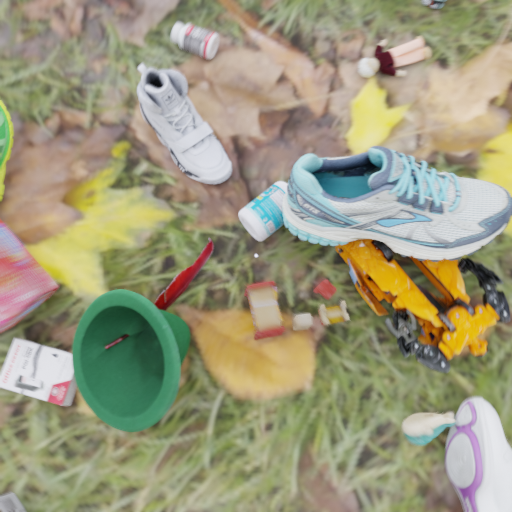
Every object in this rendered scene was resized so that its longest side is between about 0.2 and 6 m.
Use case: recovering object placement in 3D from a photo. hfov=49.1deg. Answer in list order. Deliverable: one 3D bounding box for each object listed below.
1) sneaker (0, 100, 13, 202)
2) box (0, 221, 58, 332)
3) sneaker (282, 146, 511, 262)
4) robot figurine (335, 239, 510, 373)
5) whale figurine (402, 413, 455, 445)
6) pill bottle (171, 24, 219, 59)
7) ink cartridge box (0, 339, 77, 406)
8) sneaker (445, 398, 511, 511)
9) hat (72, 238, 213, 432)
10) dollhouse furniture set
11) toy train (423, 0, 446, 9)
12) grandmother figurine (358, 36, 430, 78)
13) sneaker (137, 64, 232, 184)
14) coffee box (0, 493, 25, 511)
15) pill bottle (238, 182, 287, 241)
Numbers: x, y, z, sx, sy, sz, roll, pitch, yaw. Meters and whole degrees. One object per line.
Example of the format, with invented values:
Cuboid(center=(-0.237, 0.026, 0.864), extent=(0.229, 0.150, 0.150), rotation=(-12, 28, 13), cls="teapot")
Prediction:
Cuboid(center=(-4.514, -1.660, 9.027), extent=(0.785, 0.886, 2.119), rotation=(12, 101, 19), cls="sneaker")
Cuboid(center=(-4.224, 0.047, 8.446), extent=(1.049, 1.095, 2.197), rotation=(-40, 94, 1), cls="box")
Cuboid(center=(2.045, -0.823, 8.055), extent=(3.363, 1.451, 1.305), rotation=(1, 57, 4), cls="sneaker")
Cuboid(center=(2.625, 0.475, 8.859), extent=(1.969, 0.790, 2.716), rotation=(-35, 77, -9), cls="robot figurine")
Cuboid(center=(2.603, 2.581, 8.381), extent=(0.780, 0.621, 0.405), rotation=(-18, 92, 15), cls="whale figurine")
Cuboid(center=(-1.125, -3.950, 10.250), extent=(0.806, 0.446, 0.446), rotation=(23, 76, 6), cls="pill bottle")
Cuboid(center=(-3.310, 1.801, 8.667), extent=(1.069, 0.443, 0.784), rotation=(15, 76, 3), cls="ink cartridge box")
Cuboid(center=(3.591, 3.400, 8.093), extent=(1.347, 1.012, 2.703), rotation=(-6, 78, -16), cls="sneaker")
Cuboid(center=(-1.334, 1.305, 8.728), extent=(1.976, 2.100, 2.386), rotation=(47, 114, 18), cls="hat")
Cuboid(center=(0.620, 0.794, 8.882), extent=(1.497, 0.609, 0.805), rotation=(-9, 74, -6), cls="dollhouse furniture set")
Cuboid(center=(3.447, -4.990, 10.644), extent=(0.378, 0.283, 0.664), rotation=(28, 78, 20), cls="toy train")
Cuboid(center=(2.450, -3.601, 10.200), extent=(1.315, 0.398, 0.797), rotation=(-24, 67, -9), cls="grandmother figurine")
Cuboid(center=(-1.257, -2.199, 9.336), extent=(0.833, 1.274, 2.216), rotation=(-39, 78, -10), cls="sneaker")
Cuboid(center=(-3.461, 4.386, 7.829), extent=(0.976, 0.690, 1.728), rotation=(-38, 78, -10), cls="coffee box")
Cuboid(center=(0.311, -0.804, 9.294), extent=(1.134, 0.628, 0.628), rotation=(-39, 78, -10), cls="pill bottle")
